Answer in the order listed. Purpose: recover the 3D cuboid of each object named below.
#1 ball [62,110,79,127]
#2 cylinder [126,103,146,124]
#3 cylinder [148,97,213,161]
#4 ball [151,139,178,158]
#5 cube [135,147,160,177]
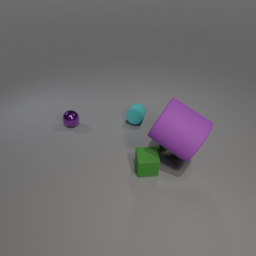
[{"bbox_3d":[-2.381,-0.397,11.691,0.700,0.700,0.700,0,32,0],"label":"ball"},{"bbox_3d":[0.341,-0.609,11.857,0.700,0.700,0.700,8,24,12],"label":"cylinder"},{"bbox_3d":[1.530,0.040,8.310,1.400,1.400,1.400,34,39,5],"label":"cylinder"},{"bbox_3d":[1.522,0.349,9.813,1.400,1.400,1.400,0,32,0],"label":"ball"},{"bbox_3d":[0.620,1.101,9.139,0.700,0.700,0.700,-3,41,-5],"label":"cube"}]
